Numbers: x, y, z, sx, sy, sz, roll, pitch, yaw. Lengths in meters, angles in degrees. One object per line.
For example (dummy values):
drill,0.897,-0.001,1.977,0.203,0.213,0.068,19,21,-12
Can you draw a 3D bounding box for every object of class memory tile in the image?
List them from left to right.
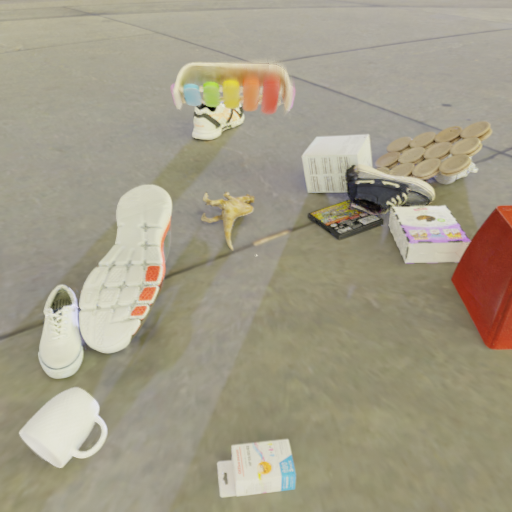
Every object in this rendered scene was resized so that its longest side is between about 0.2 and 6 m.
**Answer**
memory tile,3.914,-2.316,12.934,2.616,0.220,2.005,-2,40,46

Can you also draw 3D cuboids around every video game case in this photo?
video game case,1.899,-0.787,11.925,1.205,0.154,1.089,-20,39,-26

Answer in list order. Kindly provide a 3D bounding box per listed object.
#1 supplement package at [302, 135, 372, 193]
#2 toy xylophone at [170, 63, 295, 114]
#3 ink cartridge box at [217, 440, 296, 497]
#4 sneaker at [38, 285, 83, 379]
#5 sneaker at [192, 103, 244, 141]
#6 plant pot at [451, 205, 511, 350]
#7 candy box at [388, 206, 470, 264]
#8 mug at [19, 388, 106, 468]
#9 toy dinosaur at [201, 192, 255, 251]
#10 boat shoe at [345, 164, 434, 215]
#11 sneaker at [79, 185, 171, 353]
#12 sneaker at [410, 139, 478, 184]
supplement package,1.911,-2.144,13.042,1.300,0.956,1.243,2,33,24
toy xylophone,-0.493,-3.792,13.026,2.847,0.715,2.084,0,-7,6
ink cartridge box,-0.012,2.556,6.748,0.900,0.305,0.518,-5,34,-7
sneaker,-3.051,1.118,8.616,0.649,0.629,1.777,-11,35,-15
sneaker,-1.038,-4.187,16.332,0.903,0.980,2.449,12,34,20
plant pot,4.531,0.218,9.011,1.937,1.707,1.935,0,34,-1
candy box,3.378,-0.447,11.092,1.180,0.503,1.406,-1,34,-2
mug,-2.289,2.134,6.949,0.923,0.681,0.809,24,51,19
toy dinosaur,-0.604,-0.948,11.777,1.048,0.603,2.073,9,34,11
boat shoe,2.880,-1.217,12.036,2.073,0.774,0.961,13,56,-9
sneaker,-1.957,0.312,9.474,1.198,1.273,3.108,8,58,9
sneaker,4.589,-2.401,13.920,1.058,0.692,1.842,-13,39,-23
